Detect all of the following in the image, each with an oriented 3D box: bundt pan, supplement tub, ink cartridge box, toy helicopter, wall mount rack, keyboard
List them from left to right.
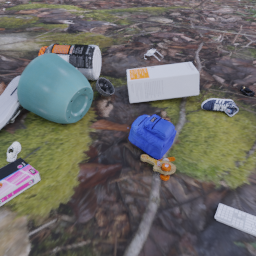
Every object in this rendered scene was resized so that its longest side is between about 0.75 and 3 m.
[{"bbox_3d":[-3.699,1.710,7.929,1.039,0.407,2.193,27,46,32],"label":"ink cartridge box"},{"bbox_3d":[-2.801,-3.240,13.687,2.758,1.689,1.689,5,36,8],"label":"supplement tub"},{"bbox_3d":[-1.041,-1.730,12.147,0.917,0.344,0.917,28,42,-28],"label":"bundt pan"},{"bbox_3d":[1.489,-4.190,16.140,0.969,0.416,1.115,10,37,19],"label":"wall mount rack"},{"bbox_3d":[0.945,1.076,8.721,1.192,0.470,0.788,22,36,28],"label":"toy helicopter"},{"bbox_3d":[3.306,2.492,7.036,2.141,0.114,0.603,18,39,23],"label":"keyboard"}]

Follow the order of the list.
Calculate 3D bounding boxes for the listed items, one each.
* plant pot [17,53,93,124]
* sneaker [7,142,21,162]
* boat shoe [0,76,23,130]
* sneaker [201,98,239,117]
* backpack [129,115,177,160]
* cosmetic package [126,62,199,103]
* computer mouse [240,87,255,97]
[{"bbox_3d":[-2.518,-1.278,10.512,1.944,2.423,2.423,32,45,20],"label":"plant pot"},{"bbox_3d":[-3.801,0.713,9.307,0.341,0.368,0.909,-4,34,-3],"label":"sneaker"},{"bbox_3d":[-4.577,-0.645,10.664,1.068,1.051,2.964,28,63,14],"label":"boat shoe"},{"bbox_3d":[3.759,-0.824,11.324,1.441,0.505,0.782,-3,34,-9],"label":"sneaker"},{"bbox_3d":[0.796,0.140,9.324,1.385,1.162,1.125,28,40,20],"label":"backpack"},{"bbox_3d":[1.445,-1.987,12.104,2.936,1.046,1.489,-7,31,1],"label":"cosmetic package"},{"bbox_3d":[5.954,-1.438,12.289,0.659,0.383,2.249,-29,44,-32],"label":"computer mouse"}]
